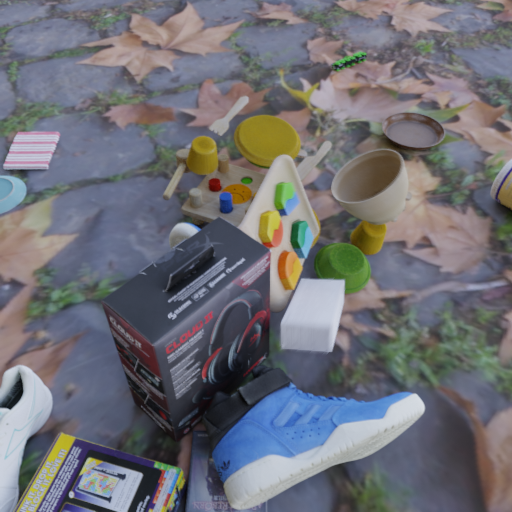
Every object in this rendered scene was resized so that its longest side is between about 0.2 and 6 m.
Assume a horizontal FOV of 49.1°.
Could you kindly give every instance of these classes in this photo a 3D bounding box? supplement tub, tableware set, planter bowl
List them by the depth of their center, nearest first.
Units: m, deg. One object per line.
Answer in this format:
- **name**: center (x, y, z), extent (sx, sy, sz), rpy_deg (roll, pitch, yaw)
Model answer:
- **planter bowl**: center (2.348, -1.237, 11.026), extent (1.464, 0.985, 1.464), rpy_deg (-23, 39, 20)
- **tableware set**: center (0.692, -1.314, 12.010), extent (4.803, 0.737, 3.236), rpy_deg (32, 59, 10)
- **supplement tub**: center (6.143, -1.388, 12.341), extent (1.115, 1.115, 1.533), rpy_deg (-31, 54, -27)

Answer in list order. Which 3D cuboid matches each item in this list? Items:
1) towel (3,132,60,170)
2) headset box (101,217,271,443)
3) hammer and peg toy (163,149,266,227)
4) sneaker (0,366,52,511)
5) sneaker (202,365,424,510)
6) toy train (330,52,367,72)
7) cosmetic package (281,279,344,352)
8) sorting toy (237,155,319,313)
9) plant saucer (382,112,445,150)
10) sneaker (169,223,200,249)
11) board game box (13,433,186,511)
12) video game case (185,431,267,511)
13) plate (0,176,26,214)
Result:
- **towel**: center (-5.668, -2.658, 14.222), extent (1.090, 0.223, 1.490), rpy_deg (-1, 48, -1)
- **headset box**: center (-0.919, 1.072, 8.599), extent (1.157, 3.084, 2.292), rpy_deg (33, 54, 28)
- **hammer and peg toy**: center (-0.810, -1.374, 12.471), extent (2.613, 0.922, 1.922), rpy_deg (18, 50, 15)
- **sneaker**: center (-3.911, 2.872, 8.283), extent (0.960, 1.094, 2.731), rpy_deg (4, 48, 2)
- **sneaker**: center (0.814, 2.311, 8.596), extent (3.311, 1.271, 1.842), rpy_deg (-19, 57, -15)
- **toy train**: center (2.874, -6.073, 17.457), extent (1.358, 0.283, 0.383), rpy_deg (-27, 42, -24)
- **cosmetic package**: center (1.014, 0.974, 9.652), extent (0.824, 0.506, 1.997), rpy_deg (4, 19, 14)
- **sorting toy**: center (0.483, -0.388, 9.820), extent (0.392, 1.987, 2.147), rpy_deg (2, 46, 32)
- **plant saucer**: center (4.112, -3.242, 14.730), extent (1.623, 0.260, 1.623), rpy_deg (-1, 46, 1)
- **sneaker**: center (-0.585, -0.069, 10.217), extent (0.887, 2.311, 1.286), rpy_deg (-4, 47, 41)
- **board game box**: center (-2.332, 3.873, 7.585), extent (2.011, 0.690, 2.433), rpy_deg (11, 47, 13)
- **video game case**: center (-0.430, 3.420, 8.391), extent (1.182, 0.157, 1.654), rpy_deg (0, 45, 0)
- **plate**: center (-6.141, -1.464, 13.068), extent (1.459, 0.186, 1.459), rpy_deg (0, 47, 0)
